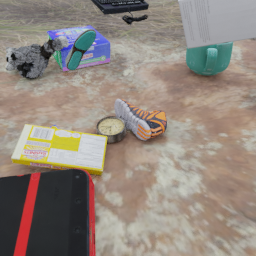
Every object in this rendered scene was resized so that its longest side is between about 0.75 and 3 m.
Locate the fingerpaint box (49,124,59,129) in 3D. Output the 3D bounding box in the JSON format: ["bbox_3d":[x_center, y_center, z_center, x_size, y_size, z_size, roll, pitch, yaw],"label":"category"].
[{"bbox_3d":[-2.130,0.379,7.738,0.761,0.335,0.913,-25,44,-28],"label":"fingerpaint box"}]

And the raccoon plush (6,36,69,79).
[{"bbox_3d":[-3.720,-2.970,11.318,2.594,1.255,1.738,-25,40,-16],"label":"raccoon plush"}]

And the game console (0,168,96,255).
[{"bbox_3d":[-1.919,1.989,5.631,2.499,0.439,2.826,-8,37,-2],"label":"game console"}]

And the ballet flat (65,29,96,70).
[{"bbox_3d":[-1.356,-2.232,7.715,0.483,1.434,0.457,10,45,-37],"label":"ballet flat"}]

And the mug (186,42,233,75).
[{"bbox_3d":[3.053,-2.791,10.977,1.735,1.306,2.111,24,37,36],"label":"mug"}]

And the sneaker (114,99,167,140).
[{"bbox_3d":[0.423,-0.324,8.482,1.070,0.741,1.910,-15,44,-32],"label":"sneaker"}]

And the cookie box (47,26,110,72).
[{"bbox_3d":[-2.240,-3.628,12.493,2.184,0.960,2.553,-16,40,-20],"label":"cookie box"}]

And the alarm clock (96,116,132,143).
[{"bbox_3d":[-0.592,0.099,8.035,1.249,0.416,0.843,-19,45,-20],"label":"alarm clock"}]

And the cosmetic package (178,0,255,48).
[{"bbox_3d":[3.019,-3.342,7.780,2.904,1.562,1.232,-2,43,22],"label":"cosmetic package"}]

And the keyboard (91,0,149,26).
[{"bbox_3d":[-0.054,-3.716,8.542,1.446,0.234,2.276,48,44,9],"label":"keyboard"}]

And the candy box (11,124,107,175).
[{"bbox_3d":[-1.670,0.538,7.142,2.192,0.290,1.121,9,50,-4],"label":"candy box"}]
